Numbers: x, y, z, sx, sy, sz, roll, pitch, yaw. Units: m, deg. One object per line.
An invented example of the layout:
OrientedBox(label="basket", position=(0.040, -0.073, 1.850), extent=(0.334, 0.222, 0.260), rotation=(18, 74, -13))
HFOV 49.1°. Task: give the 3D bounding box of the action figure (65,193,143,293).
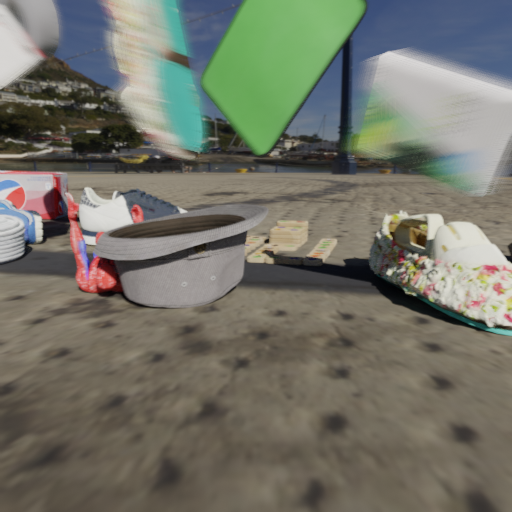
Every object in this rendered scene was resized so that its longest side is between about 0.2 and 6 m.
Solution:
OrientedBox(label="action figure", position=(-1.849, -0.269, 7.171), extent=(0.839, 1.272, 2.571), rotation=(-2, 13, -10))

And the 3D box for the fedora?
OrientedBox(label="fedora", position=(-0.767, 0.033, 6.257), extent=(1.949, 0.880, 1.724), rotation=(-17, 16, -36))

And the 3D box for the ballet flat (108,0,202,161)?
OrientedBox(label="ballet flat", position=(-1.396, -2.475, 7.519), extent=(0.943, 2.951, 1.116), rotation=(-20, -20, 29))

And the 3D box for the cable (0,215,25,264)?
OrientedBox(label="cable", position=(-4.505, -0.234, 8.430), extent=(1.906, 0.660, 1.906), rotation=(2, 11, 0))

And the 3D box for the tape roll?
OrientedBox(label="tape roll", position=(-3.365, -3.439, 8.169), extent=(1.130, 1.130, 0.373), rotation=(9, 29, 41))

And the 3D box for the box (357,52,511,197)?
OrientedBox(label="box", position=(1.569, -1.159, 4.938), extent=(1.255, 0.906, 0.228), rotation=(27, 42, 23))

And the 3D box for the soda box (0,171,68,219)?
OrientedBox(label="soda box", position=(-6.626, -1.564, 14.286), extent=(3.390, 1.187, 1.075), rotation=(0, 10, 1))

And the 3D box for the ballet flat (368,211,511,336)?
OrientedBox(label="ballet flat", position=(1.998, 0.029, 6.176), extent=(1.102, 0.932, 2.915), rotation=(0, 10, -14))

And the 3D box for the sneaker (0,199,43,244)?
OrientedBox(label="sneaker", position=(-4.766, -0.614, 10.210), extent=(1.986, 0.780, 0.885), rotation=(8, 11, 38))

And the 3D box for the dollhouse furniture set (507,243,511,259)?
OrientedBox(label="dollhouse furniture set", position=(4.598, 0.121, 7.334), extent=(1.812, 1.553, 1.905), rotation=(-3, -24, -18))

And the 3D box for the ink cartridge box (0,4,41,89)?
OrientedBox(label="ink cartridge box", position=(-3.264, -2.708, 7.050), extent=(0.527, 0.933, 1.271), rotation=(-35, 28, 2))

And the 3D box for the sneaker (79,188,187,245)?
OrientedBox(label="sneaker", position=(-1.934, -0.691, 10.024), extent=(2.495, 1.004, 0.953), rotation=(1, 8, -1))

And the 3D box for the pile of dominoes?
OrientedBox(label="pile of dominoes", position=(0.318, -0.278, 9.413), extent=(1.896, 0.387, 2.433), rotation=(3, 10, 13))

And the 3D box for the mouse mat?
OrientedBox(label="mouse mat", position=(0.249, -3.015, 8.152), extent=(0.098, 2.607, 2.098), rotation=(1, 46, -48))
